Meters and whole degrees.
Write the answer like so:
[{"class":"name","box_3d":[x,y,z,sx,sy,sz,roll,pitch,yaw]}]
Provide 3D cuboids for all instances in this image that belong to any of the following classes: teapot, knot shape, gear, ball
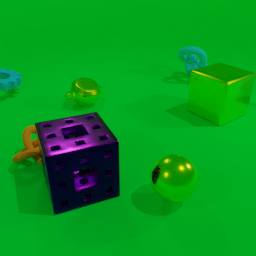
[{"class":"teapot","box_3d":[-1.253,-1.054,8.432,1.469,0.719,0.914,-18,55,-36]},{"class":"knot shape","box_3d":[-1.799,0.412,5.862,1.008,0.498,1.078,11,44,12]},{"class":"gear","box_3d":[-4.189,-1.573,9.058,1.389,0.257,1.389,7,30,-4]},{"class":"ball","box_3d":[0.779,0.843,4.754,0.817,0.817,0.817,0,29,0]},{"class":"knot shape","box_3d":[2.411,-2.427,10.183,0.755,1.528,1.633,-39,53,9]}]

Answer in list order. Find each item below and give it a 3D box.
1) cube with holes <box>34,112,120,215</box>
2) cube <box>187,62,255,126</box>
[{"class":"cube with holes","box_3d":[-0.913,0.568,5.047,1.178,1.178,1.178,-12,31,-20]},{"class":"cube","box_3d":[2.533,-0.983,7.746,1.219,1.219,1.219,-21,36,-31]}]
